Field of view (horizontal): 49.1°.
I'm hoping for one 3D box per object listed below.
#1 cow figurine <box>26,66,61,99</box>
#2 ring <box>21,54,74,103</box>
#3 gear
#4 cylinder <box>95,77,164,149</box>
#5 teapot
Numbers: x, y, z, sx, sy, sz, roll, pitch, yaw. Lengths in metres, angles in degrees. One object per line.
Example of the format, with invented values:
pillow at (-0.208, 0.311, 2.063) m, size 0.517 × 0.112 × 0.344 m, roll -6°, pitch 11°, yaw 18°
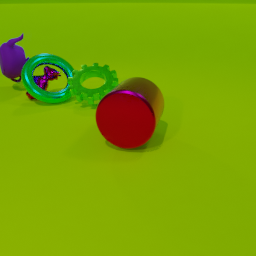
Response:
cow figurine at (-2.741, -1.463, 9.146) m, size 1.103 × 1.121 × 0.615 m, roll -4°, pitch -14°, yaw -8°
ring at (-2.458, -1.588, 8.901) m, size 1.762 × 0.352 × 1.762 m, roll 11°, pitch 63°, yaw -22°
gear at (-1.066, -1.398, 8.652) m, size 1.533 × 0.284 × 1.533 m, roll -1°, pitch 53°, yaw 1°
cylinder at (0.092, -0.389, 6.440) m, size 1.325 × 1.325 × 1.325 m, roll 7°, pitch 23°, yaw 14°
teapot at (-3.920, -2.394, 9.729) m, size 0.972 × 1.985 × 1.234 m, roll -11°, pitch 51°, yaw -28°
